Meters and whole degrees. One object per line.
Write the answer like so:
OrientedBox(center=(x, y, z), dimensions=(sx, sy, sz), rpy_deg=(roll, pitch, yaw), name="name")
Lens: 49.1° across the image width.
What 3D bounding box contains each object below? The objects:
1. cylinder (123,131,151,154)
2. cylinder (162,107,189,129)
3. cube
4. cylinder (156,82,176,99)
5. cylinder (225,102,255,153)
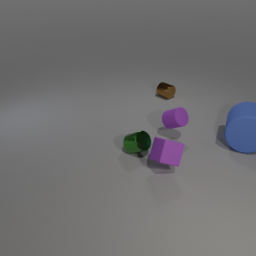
OrientedBox(center=(0.311, 0.484, 9.499), dimensions=(0.700, 0.700, 0.700), rpy_deg=(-26, 6, -38), name="cylinder")
OrientedBox(center=(1.713, -0.352, 10.173), dimensions=(0.700, 0.700, 0.700), rpy_deg=(-25, 7, -37), name="cylinder")
OrientedBox(center=(1.175, 0.714, 8.555), dimensions=(0.700, 0.700, 0.700), rpy_deg=(14, 0, -24), name="cube")
OrientedBox(center=(1.892, -1.865, 13.938), dimensions=(0.700, 0.700, 0.700), rpy_deg=(-23, 37, -35), name="cylinder")
OrientedBox(center=(4.207, -0.048, 9.929), dimensions=(1.400, 1.400, 1.400), rpy_deg=(11, 30, 18), name="cylinder")
